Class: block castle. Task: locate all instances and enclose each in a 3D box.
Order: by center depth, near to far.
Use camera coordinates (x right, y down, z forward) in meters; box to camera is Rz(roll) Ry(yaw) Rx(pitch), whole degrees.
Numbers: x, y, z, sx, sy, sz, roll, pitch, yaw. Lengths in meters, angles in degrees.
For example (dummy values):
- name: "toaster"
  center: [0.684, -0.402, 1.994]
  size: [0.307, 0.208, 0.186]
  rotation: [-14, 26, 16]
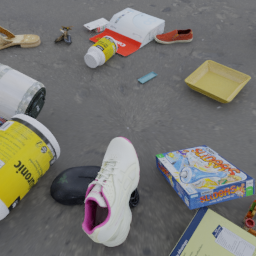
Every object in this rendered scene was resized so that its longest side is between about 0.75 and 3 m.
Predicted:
- name: "block castle"
  center: [3.240, 2.073, 6.612]
  size: [0.723, 0.508, 1.083]
  rotation: [28, 53, 24]

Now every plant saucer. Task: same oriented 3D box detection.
- name: "plant saucer"
  center: [3.210, -1.620, 10.126]
  size: [1.777, 0.431, 1.777]
  rotation: [31, 55, 26]
- name: "plant saucer"
  center: [0.747, -1.909, 10.640]
  size: [0.802, 0.076, 0.280]
  rotation: [-32, 55, -28]

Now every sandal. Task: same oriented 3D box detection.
- name: "sandal"
  center: [-5.250, -3.979, 11.993]
  size: [2.781, 0.915, 1.020]
  rotation: [-4, 47, -4]

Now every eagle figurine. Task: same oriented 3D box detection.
- name: "eagle figurine"
  center: [-2.850, -4.099, 12.432]
  size: [0.722, 0.718, 0.952]
  rotation: [-9, 68, 48]

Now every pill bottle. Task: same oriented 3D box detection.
- name: "pill bottle"
  center: [-3.144, 1.148, 6.722]
  size: [1.628, 1.628, 2.925]
  rotation: [23, 52, 20]
- name: "pill bottle"
  center: [-1.092, -3.009, 11.162]
  size: [0.798, 0.798, 1.419]
  rotation: [22, 51, 19]

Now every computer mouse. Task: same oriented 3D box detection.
- name: "computer mouse"
  center: [-0.897, 1.349, 7.229]
  size: [2.265, 0.597, 1.568]
  rotation: [-5, 48, -5]

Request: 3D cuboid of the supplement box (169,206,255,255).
- name: "supplement box"
  center: [1.730, 2.735, 5.620]
  size: [1.549, 1.041, 1.550]
  rotation: [29, 53, 24]

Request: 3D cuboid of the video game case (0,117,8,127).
- name: "video game case"
  center: [-3.840, 0.280, 8.510]
  size: [1.512, 0.184, 2.115]
  rotation: [31, 55, 26]

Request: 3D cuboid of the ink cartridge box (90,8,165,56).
- name: "ink cartridge box"
  center: [-0.040, -4.390, 12.564]
  size: [2.214, 0.654, 2.766]
  rotation: [32, 53, 26]

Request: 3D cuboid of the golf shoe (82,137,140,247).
- name: "golf shoe"
  center: [-0.385, 1.303, 6.331]
  size: [0.953, 1.159, 2.532]
  rotation: [-8, 64, 29]

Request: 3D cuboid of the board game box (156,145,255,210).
- name: "board game box"
  center: [1.746, 1.089, 6.898]
  size: [1.524, 0.388, 2.252]
  rotation: [-10, 18, -10]

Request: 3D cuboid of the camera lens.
- name: "camera lens"
  center: [-3.402, -0.965, 8.126]
  size: [1.753, 1.402, 1.402]
  rotation: [27, 49, -4]

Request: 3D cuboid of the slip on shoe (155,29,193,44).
- name: "slip on shoe"
  center: [2.027, -4.093, 12.376]
  size: [1.724, 0.528, 0.639]
  rotation: [-5, 49, -2]

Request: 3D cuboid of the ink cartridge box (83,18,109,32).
- name: "ink cartridge box"
  center: [-1.450, -4.786, 13.190]
  size: [1.136, 0.286, 0.619]
  rotation: [-31, 54, -24]
